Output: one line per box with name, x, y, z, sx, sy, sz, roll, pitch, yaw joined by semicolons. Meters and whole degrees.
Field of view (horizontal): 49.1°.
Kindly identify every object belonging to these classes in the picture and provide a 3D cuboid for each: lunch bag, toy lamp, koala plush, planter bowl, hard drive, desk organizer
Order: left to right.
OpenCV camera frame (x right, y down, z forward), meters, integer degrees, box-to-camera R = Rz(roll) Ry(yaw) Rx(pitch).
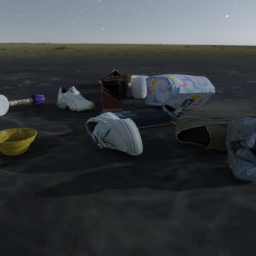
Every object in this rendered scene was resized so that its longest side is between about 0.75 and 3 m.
planter bowl;-2.992;0.409;7.363;1.173;0.489;1.173;0;17;0
toy lamp;-4.571;-1.132;12.123;1.934;0.563;0.563;-17;24;-40
desk organizer;-0.731;-1.385;12.171;0.903;0.970;2.519;-2;18;-6
hard drive;0.194;-0.345;9.918;2.173;0.357;1.516;-8;20;-25
lunch bag;2.101;-1.513;11.783;2.030;1.522;2.394;-6;9;-24
koala plush;3.067;0.376;6.235;1.524;1.351;1.400;-1;7;9

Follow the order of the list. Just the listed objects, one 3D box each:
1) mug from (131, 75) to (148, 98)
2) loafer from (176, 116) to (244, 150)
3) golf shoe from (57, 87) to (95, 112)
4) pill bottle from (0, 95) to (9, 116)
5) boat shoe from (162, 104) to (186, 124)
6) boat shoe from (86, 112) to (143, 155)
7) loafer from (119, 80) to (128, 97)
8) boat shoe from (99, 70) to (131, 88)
mug;0.572;-2.117;14.318;0.893;1.060;1.209;-3;18;-8
loafer;2.400;0.253;7.445;2.503;0.941;0.872;4;29;28
golf shoe;-2.237;-1.237;11.772;1.978;0.962;0.775;12;19;29
pill bottle;-5.556;-0.954;11.054;1.454;0.827;0.827;8;19;20
boat shoe;1.726;-0.495;10.184;0.555;0.471;1.525;-11;21;-25
boat shoe;-0.491;0.201;7.568;0.955;0.935;2.681;-18;19;-19
loafer;-0.490;-2.041;14.693;0.821;0.840;2.302;-2;8;8
boat shoe;-0.802;-3.193;17.774;2.713;1.004;1.002;15;23;39
